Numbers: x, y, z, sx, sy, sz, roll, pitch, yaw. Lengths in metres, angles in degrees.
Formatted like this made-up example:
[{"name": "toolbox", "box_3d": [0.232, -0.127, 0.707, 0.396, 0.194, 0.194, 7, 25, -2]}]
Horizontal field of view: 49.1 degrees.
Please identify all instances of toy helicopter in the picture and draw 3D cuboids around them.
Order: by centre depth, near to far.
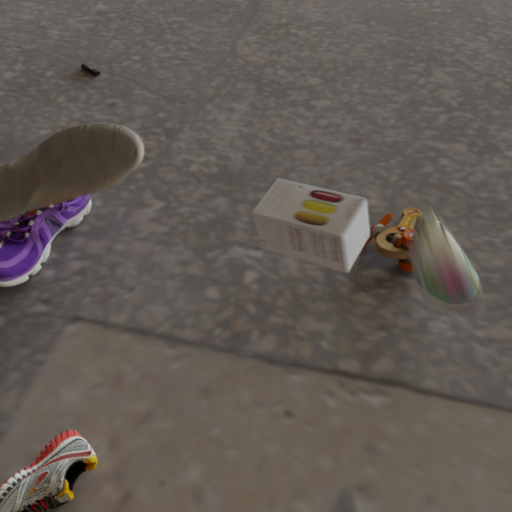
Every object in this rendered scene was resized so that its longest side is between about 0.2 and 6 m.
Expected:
[{"name": "toy helicopter", "box_3d": [3.005, -0.507, 11.815, 1.267, 0.756, 1.916, 12, 36, 24]}]

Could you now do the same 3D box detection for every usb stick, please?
[{"name": "usb stick", "box_3d": [-4.991, -5.617, 16.882, 0.786, 0.128, 0.218, 34, 56, 28]}]

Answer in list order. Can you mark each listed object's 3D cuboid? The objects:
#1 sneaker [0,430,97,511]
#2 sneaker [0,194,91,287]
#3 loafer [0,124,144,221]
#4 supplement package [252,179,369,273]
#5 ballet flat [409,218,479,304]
[{"name": "sneaker", "box_3d": [-3.072, 3.354, 8.011, 0.747, 0.708, 1.818, 28, 53, 23]}, {"name": "sneaker", "box_3d": [-4.468, -0.796, 11.252, 1.311, 1.357, 3.253, 32, 50, -5]}, {"name": "loafer", "box_3d": [-3.224, -1.405, 9.402, 3.027, 1.088, 0.952, -19, 2, 9]}, {"name": "supplement package", "box_3d": [0.592, -0.335, 5.936, 1.053, 0.577, 0.599, 17, 56, 28]}, {"name": "ballet flat", "box_3d": [2.166, -0.053, 6.737, 0.647, 0.666, 1.871, -10, 17, 10]}]
